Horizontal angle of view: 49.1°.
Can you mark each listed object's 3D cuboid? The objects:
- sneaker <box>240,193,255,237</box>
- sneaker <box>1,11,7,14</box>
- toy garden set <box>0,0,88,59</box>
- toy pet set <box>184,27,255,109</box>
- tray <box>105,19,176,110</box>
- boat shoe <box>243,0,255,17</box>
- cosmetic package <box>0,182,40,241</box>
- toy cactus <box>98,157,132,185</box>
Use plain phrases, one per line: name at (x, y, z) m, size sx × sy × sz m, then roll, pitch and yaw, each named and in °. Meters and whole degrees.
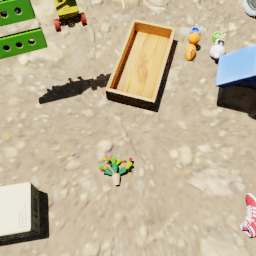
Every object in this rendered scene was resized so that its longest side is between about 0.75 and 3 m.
sneaker at (2.725, 1.961, 6.284) m, size 0.526 × 0.333 × 0.935 m, roll -11°, pitch 66°, yaw -9°
sneaker at (-4.275, -3.762, 9.081) m, size 1.635 × 0.615 × 0.663 m, roll -24°, pitch 82°, yaw -11°
toy garden set at (-2.146, -2.880, 5.660) m, size 2.193 × 2.631 × 0.525 m, roll -16°, pitch 48°, yaw -5°
toy pet set at (3.018, -2.046, 7.637) m, size 2.842 × 1.509 × 2.654 m, roll 14°, pitch 64°, yaw 7°
tray at (0.419, -1.905, 8.141) m, size 1.353 × 0.508 × 2.744 m, roll 15°, pitch 65°, yaw 7°
boat shoe at (4.300, -4.581, 9.448) m, size 0.657 × 0.542 × 1.915 m, roll 9°, pitch 64°, yaw 4°
cosmetic package at (-3.044, 1.914, 6.075) m, size 2.069 × 0.756 × 1.071 m, roll -9°, pitch 64°, yaw -5°
toy cactus at (-0.285, 1.022, 6.762) m, size 0.845 × 0.432 × 0.697 m, roll -3°, pitch 73°, yaw -11°
